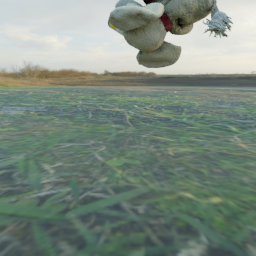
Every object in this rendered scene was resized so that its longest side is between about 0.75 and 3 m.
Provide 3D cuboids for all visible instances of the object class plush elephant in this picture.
[{"bbox_3d":[0.654,-2.509,6.027,2.088,2.697,2.221,-23,-29,5],"label":"plush elephant"}]

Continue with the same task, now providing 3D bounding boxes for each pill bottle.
[{"bbox_3d":[-0.128,-2.867,7.866,0.854,0.478,0.478,37,25,20],"label":"pill bottle"}]

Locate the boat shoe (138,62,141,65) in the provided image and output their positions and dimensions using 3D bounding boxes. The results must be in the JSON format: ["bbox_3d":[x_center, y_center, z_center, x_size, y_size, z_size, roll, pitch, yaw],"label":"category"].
[{"bbox_3d":[0.729,-3.140,10.826,0.514,1.502,0.561,-5,48,-13],"label":"boat shoe"}]
